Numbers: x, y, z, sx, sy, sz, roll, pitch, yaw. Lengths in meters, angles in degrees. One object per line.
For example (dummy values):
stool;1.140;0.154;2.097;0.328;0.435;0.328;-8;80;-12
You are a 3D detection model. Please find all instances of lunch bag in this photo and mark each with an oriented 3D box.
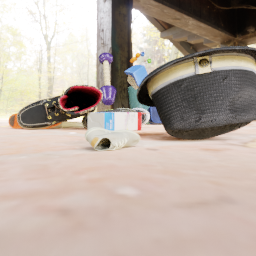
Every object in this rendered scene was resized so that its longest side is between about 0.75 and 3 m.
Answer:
lunch bag;1.913;-0.782;15.368;1.635;1.111;1.082;-1;-5;-7

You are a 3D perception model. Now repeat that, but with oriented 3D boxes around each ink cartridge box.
ink cartridge box;-0.292;-0.217;9.274;1.835;0.617;1.066;-2;3;-37

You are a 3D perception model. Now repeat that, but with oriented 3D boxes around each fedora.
fedora;1.536;-0.476;5.469;2.660;1.215;2.660;-8;-16;-2

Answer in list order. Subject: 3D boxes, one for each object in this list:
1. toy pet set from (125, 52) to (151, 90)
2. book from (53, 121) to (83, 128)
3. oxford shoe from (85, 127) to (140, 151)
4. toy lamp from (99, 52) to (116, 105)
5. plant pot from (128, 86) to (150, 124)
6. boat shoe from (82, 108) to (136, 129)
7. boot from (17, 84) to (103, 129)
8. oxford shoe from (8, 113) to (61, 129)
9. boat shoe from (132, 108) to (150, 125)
toy pet set;0.519;-1.949;9.066;1.290;1.382;0.734;-37;-15;-21
book;-2.580;-0.143;11.842;0.804;0.289;1.203;-1;1;37
oxford shoe;-0.187;0.201;4.106;0.974;0.366;0.281;8;37;-43
toy lamp;-0.782;-1.820;10.433;0.655;2.251;0.655;-3;-35;-2
plant pot;1.395;-1.369;17.171;2.782;2.233;2.782;-1;2;0
boat shoe;-0.590;-0.303;10.194;2.128;0.759;0.641;-9;2;-14
boot;-2.297;-0.701;9.517;2.904;1.063;2.187;-11;-1;-19
oxford shoe;-3.515;-0.335;10.971;2.137;0.762;0.779;0;-2;10
boat shoe;-0.293;-0.360;11.264;2.285;0.799;0.757;0;9;24
